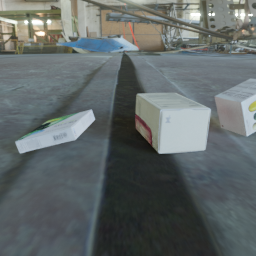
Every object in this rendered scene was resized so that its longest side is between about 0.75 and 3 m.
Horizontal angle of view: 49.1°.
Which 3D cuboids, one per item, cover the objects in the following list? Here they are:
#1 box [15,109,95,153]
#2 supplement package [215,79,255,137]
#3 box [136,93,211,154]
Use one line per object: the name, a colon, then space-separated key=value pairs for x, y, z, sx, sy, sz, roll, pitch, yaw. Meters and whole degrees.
box: x=-1.617 y=0.023 z=6.628 sx=1.310 sy=0.330 sz=1.816 roll=-14 pitch=12 yaw=10
supplement package: x=3.240 y=-0.586 z=7.522 sx=1.319 sy=1.001 sz=0.994 roll=-26 pitch=23 yaw=-16
box: x=0.998 y=-0.202 z=6.906 sx=1.197 sy=1.020 sz=1.872 roll=-3 pitch=18 yaw=-14
